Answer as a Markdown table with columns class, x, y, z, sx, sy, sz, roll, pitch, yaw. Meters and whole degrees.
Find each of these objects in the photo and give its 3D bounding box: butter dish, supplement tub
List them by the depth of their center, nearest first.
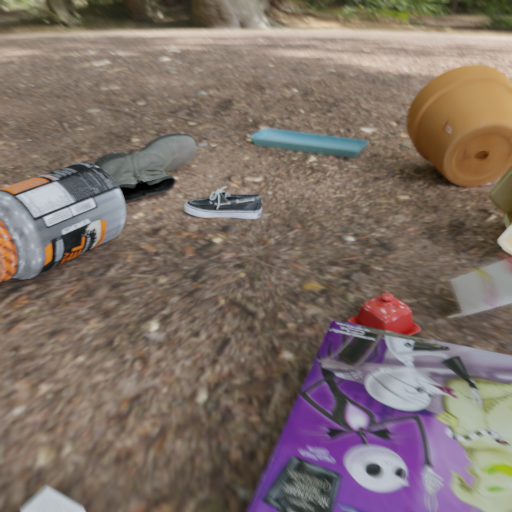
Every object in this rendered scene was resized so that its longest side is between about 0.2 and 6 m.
| class | x | y | z | sx | sy | sz | roll | pitch | yaw |
| --- | --- | --- | --- | --- | --- | --- | --- | --- | --- |
| butter dish | 1.755 | 0.768 | 7.602 | 0.755 | 0.560 | 0.757 | -16 | 31 | -30 |
| supplement tub | -3.455 | -0.553 | 9.164 | 1.471 | 1.471 | 2.401 | 17 | 32 | 29 |

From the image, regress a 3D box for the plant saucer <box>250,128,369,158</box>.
| class | x | y | z | sx | sy | sz | roll | pitch | yaw |
| --- | --- | --- | --- | --- | --- | --- | --- | --- | --- |
| plant saucer | 1.441 | -3.112 | 15.445 | 3.126 | 0.297 | 1.093 | 11 | 29 | 23 |

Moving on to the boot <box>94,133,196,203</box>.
| class | x | y | z | sx | sy | sz | roll | pitch | yaw |
| --- | --- | --- | --- | --- | --- | --- | --- | --- | --- |
| boot | -2.223 | -1.896 | 12.655 | 2.604 | 0.882 | 1.701 | -24 | 40 | -25 |

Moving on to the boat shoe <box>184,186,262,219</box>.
| class | x | y | z | sx | sy | sz | roll | pitch | yaw |
| --- | --- | --- | --- | --- | --- | --- | --- | --- | --- |
| boat shoe | -0.676 | -1.075 | 11.193 | 1.578 | 0.539 | 0.583 | 6 | 28 | 12 |

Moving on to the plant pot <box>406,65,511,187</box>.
| class | x | y | z | sx | sy | sz | roll | pitch | yaw |
| --- | --- | --- | --- | --- | --- | --- | --- | --- | --- |
| plant pot | 4.847 | -2.747 | 12.669 | 2.492 | 2.492 | 1.745 | -1 | 47 | -3 |

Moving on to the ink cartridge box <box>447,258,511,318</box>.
| class | x | y | z | sx | sy | sz | roll | pitch | yaw |
| --- | --- | --- | --- | --- | --- | --- | --- | --- | --- |
| ink cartridge box | 3.284 | 0.363 | 7.407 | 0.918 | 0.532 | 1.576 | -8 | -14 | -29 |

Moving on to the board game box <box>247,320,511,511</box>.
| class | x | y | z | sx | sy | sz | roll | pitch | yaw |
| --- | --- | --- | --- | --- | --- | --- | --- | --- | --- |
| board game box | 2.760 | 2.065 | 4.995 | 5.044 | 0.815 | 3.027 | 9 | 33 | 17 |

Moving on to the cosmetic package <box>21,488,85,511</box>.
| class | x | y | z | sx | sy | sz | roll | pitch | yaw |
| --- | --- | --- | --- | --- | --- | --- | --- | --- | --- |
| cosmetic package | -1.893 | 2.439 | 4.601 | 0.479 | 0.336 | 0.944 | 15 | 31 | 27 |

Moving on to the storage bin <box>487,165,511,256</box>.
| class | x | y | z | sx | sy | sz | roll | pitch | yaw |
| --- | --- | --- | --- | --- | --- | --- | --- | --- | --- |
| storage bin | 4.943 | -1.107 | 9.395 | 1.002 | 2.122 | 2.138 | 32 | 31 | -1 |
